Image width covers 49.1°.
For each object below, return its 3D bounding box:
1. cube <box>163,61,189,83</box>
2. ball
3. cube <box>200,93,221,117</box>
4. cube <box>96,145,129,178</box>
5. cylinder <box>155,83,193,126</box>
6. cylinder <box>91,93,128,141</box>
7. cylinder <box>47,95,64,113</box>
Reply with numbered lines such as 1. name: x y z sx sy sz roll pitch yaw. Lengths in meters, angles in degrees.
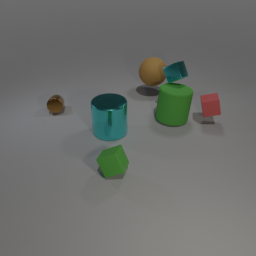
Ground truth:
1. cube: 2.026 -2.370 11.875 0.700 0.700 0.700 -16 6 39
2. ball: 1.225 -2.748 13.715 1.400 1.400 1.400 0 32 0
3. cube: 3.388 -0.944 11.508 0.700 0.700 0.700 -8 28 15
4. cube: -0.470 1.054 8.926 0.700 0.700 0.700 -18 16 20
5. cylinder: 1.942 -1.017 11.856 1.400 1.400 1.400 4 29 -2
6. cylinder: -0.721 -0.446 11.002 1.400 1.400 1.400 0 33 0
7. cylinder: -3.259 -1.095 12.634 0.700 0.700 0.700 -3 20 -5
